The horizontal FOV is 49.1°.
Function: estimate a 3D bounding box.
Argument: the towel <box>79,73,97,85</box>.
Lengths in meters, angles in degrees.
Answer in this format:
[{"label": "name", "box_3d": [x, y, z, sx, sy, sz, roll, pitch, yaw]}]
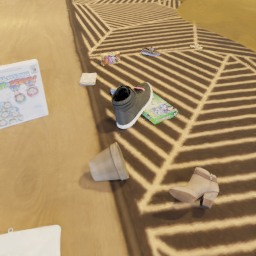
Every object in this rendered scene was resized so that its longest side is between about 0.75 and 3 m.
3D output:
[{"label": "towel", "box_3d": [-1.988, -2.468, 14.026, 0.768, 0.200, 1.158, 0, 37, -1]}]

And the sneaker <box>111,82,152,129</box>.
[{"label": "sneaker", "box_3d": [0.227, -1.346, 11.210, 0.961, 1.348, 2.718, 10, 47, 26]}]

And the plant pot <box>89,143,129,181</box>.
[{"label": "plant pot", "box_3d": [-0.628, 1.139, 8.616, 1.003, 1.156, 1.156, -18, 38, 2]}]

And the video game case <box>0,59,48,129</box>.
[{"label": "video game case", "box_3d": [-4.460, -1.152, 10.441, 2.639, 2.402, 0.313, -20, 41, -24]}]

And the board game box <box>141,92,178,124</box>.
[{"label": "board game box", "box_3d": [1.063, -0.887, 11.866, 1.222, 0.264, 1.817, -21, 42, -25]}]

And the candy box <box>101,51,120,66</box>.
[{"label": "candy box", "box_3d": [-0.963, -3.869, 15.552, 1.030, 0.601, 0.291, -15, 40, -18]}]

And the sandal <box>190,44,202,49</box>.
[{"label": "sandal", "box_3d": [4.287, -5.167, 17.560, 0.798, 0.262, 0.293, 13, 39, 17]}]

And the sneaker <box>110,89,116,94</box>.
[{"label": "sneaker", "box_3d": [-0.340, -1.741, 12.875, 0.948, 0.423, 0.372, 3, 37, 5]}]

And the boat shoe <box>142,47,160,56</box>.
[{"label": "boat shoe", "box_3d": [1.364, -4.570, 16.639, 1.139, 0.412, 0.411, 10, 38, 13]}]

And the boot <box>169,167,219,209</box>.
[{"label": "boot", "box_3d": [1.873, 1.579, 7.818, 1.435, 0.504, 1.049, 26, 56, -11]}]

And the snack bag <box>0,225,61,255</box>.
[{"label": "snack bag", "box_3d": [-2.810, 3.459, 6.062, 2.893, 0.310, 2.728, -8, 38, -10]}]
